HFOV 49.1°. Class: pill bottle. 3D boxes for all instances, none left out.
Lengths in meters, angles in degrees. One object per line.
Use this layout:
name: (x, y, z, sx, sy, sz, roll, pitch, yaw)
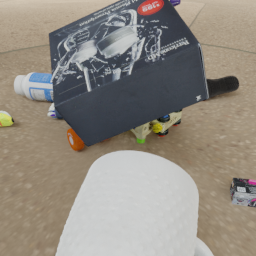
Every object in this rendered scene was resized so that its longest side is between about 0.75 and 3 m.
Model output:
pill bottle: (-3.369, -1.611, 10.956, 1.917, 1.076, 1.076, 7, 33, 8)

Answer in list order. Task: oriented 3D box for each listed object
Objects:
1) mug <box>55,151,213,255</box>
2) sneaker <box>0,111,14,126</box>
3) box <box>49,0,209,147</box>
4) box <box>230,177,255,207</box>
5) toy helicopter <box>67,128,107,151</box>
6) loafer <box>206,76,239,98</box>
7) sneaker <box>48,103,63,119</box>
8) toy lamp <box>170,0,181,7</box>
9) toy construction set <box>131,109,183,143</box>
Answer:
mug: (0.275, 2.169, 4.483, 2.887, 2.131, 2.531, 30, 45, -9)
sneaker: (-4.504, -0.193, 9.344, 1.442, 0.564, 0.651, 1, 40, 13)
box: (-0.086, -1.242, 5.355, 2.465, 1.283, 2.245, -23, 51, 7)
box: (2.879, 1.550, 6.656, 0.776, 0.445, 0.513, 5, 35, 10)
toy helicopter: (-1.720, -0.800, 8.812, 1.163, 1.950, 2.949, -20, 40, -28)
loafer: (3.278, -1.556, 11.340, 2.304, 0.842, 0.818, -5, -4, -5)
sneaker: (-2.152, -0.464, 9.699, 1.155, 0.635, 1.577, -22, 42, -16)
toy lamp: (1.241, -4.410, 9.926, 1.255, 0.365, 0.365, 5, 32, 29)
toy construction set: (0.698, -0.574, 9.305, 1.884, 1.324, 2.873, 21, 49, 29)
